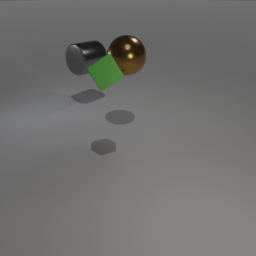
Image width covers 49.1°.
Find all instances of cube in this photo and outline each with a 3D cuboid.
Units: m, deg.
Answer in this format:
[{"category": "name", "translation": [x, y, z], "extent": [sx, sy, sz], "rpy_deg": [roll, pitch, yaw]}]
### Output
[{"category": "cube", "translation": [-0.590, -1.491, 7.467], "extent": [0.700, 0.700, 0.700], "rpy_deg": [-32, 13, 6]}]

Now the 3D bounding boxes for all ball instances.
[{"category": "ball", "translation": [-0.048, -2.567, 9.946], "extent": [1.400, 1.400, 1.400], "rpy_deg": [0, 28, 0]}]

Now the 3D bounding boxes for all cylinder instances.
[{"category": "cylinder", "translation": [-1.930, -3.264, 13.007], "extent": [1.400, 1.400, 1.400], "rpy_deg": [21, 33, 34]}]
